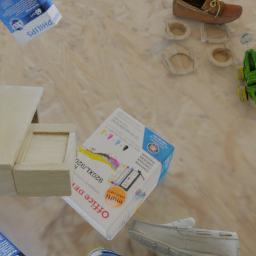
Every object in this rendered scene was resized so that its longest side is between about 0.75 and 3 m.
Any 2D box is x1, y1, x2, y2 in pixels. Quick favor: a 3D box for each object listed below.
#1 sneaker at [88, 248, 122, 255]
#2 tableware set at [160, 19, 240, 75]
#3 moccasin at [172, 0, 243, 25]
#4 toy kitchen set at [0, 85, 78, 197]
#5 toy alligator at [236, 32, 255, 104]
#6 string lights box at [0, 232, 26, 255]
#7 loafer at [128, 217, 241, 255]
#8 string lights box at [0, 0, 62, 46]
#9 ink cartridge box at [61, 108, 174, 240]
[{"bbox_3d":[0.228,3.201,5.516,2.541,1.045,0.939,21,62,9],"label":"sneaker"},{"bbox_3d":[2.293,-2.704,9.050,2.616,0.303,2.185,-5,62,-2],"label":"tableware set"},{"bbox_3d":[2.641,-4.094,9.356,2.303,0.889,0.842,20,63,16],"label":"moccasin"},{"bbox_3d":[-1.909,0.679,4.333,2.302,2.077,1.878,1,36,-5],"label":"toy kitchen set"},{"bbox_3d":[3.751,-1.679,8.294,0.927,0.672,2.797,-10,58,31],"label":"toy alligator"},{"bbox_3d":[-3.284,2.607,5.532,2.880,0.849,1.480,34,27,16],"label":"string lights box"},{"bbox_3d":[1.216,2.372,6.115,2.436,0.852,0.850,16,58,0],"label":"loafer"},{"bbox_3d":[-2.878,-3.396,6.856,1.224,2.382,0.702,-21,36,20],"label":"string lights box"},{"bbox_3d":[-0.309,1.068,6.312,1.619,1.591,2.199,36,68,17],"label":"ink cartridge box"}]
